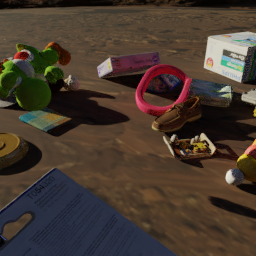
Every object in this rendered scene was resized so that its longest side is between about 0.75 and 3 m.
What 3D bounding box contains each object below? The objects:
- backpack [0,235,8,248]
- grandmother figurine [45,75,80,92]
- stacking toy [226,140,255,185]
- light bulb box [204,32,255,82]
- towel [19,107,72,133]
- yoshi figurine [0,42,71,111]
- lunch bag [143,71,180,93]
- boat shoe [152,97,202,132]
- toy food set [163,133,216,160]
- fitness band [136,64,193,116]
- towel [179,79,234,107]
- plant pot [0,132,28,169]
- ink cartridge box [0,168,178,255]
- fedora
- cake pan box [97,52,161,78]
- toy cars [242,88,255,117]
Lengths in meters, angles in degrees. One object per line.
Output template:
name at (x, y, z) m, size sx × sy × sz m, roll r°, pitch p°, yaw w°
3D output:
backpack at (-2.842, 2.261, 4.163) m, size 1.749 × 1.289 × 1.916 m, roll 23°, pitch 35°, yaw 35°
grandmother figurine at (-3.477, -1.992, 12.487) m, size 2.639 × 0.799 × 1.600 m, roll 2°, pitch 51°, yaw -4°
stacking toy at (3.193, 0.969, 7.069) m, size 1.676 × 1.224 × 1.224 m, roll -29°, pitch 36°, yaw -10°
light bulb box at (6.040, -3.787, 14.579) m, size 2.831 × 1.766 × 2.806 m, roll -14°, pitch 32°, yaw -23°
towel at (-2.939, -0.306, 9.981) m, size 1.617 × 0.175 × 1.186 m, roll 22°, pitch 36°, yaw 32°
yoshi figurine at (-2.278, -1.218, 7.112) m, size 1.463 × 1.468 × 2.613 m, roll 10°, pitch 31°, yaw 6°
lunch bag at (1.490, -2.112, 12.538) m, size 1.460 × 0.930 × 1.241 m, roll 24°, pitch 35°, yaw 18°
boat shoe at (1.708, -0.509, 9.692) m, size 2.297 × 0.776 × 0.827 m, roll -23°, pitch 36°, yaw -35°
toy food set at (1.806, 0.470, 8.320) m, size 1.318 × 0.398 × 0.946 m, roll -6°, pitch 29°, yaw -10°
fitness band at (1.428, -1.526, 11.089) m, size 1.954 × 0.509 × 2.720 m, roll 17°, pitch 54°, yaw 16°
towel at (3.335, -1.513, 11.802) m, size 2.071 × 0.499 × 1.772 m, roll 10°, pitch 30°, yaw 18°
plant pot at (-3.948, 0.608, 8.225) m, size 1.918 × 0.264 × 1.918 m, roll 0°, pitch 28°, yaw 0°
ink cartridge box at (-0.926, 2.228, 4.076) m, size 2.810 × 0.608 × 2.759 m, roll 32°, pitch 39°, yaw 13°
fedora at (-4.918, -2.069, 11.467) m, size 2.223 × 1.135 × 2.513 m, roll -24°, pitch 41°, yaw -2°
cake pan box at (0.024, -2.998, 13.414) m, size 2.521 × 0.660 × 2.322 m, roll -12°, pitch 7°, yaw -18°
toy cars at (4.975, -0.782, 10.394) m, size 1.314 × 0.649 × 2.932 m, roll 5°, pitch 26°, yaw 5°
